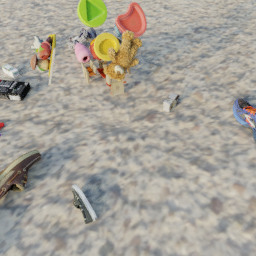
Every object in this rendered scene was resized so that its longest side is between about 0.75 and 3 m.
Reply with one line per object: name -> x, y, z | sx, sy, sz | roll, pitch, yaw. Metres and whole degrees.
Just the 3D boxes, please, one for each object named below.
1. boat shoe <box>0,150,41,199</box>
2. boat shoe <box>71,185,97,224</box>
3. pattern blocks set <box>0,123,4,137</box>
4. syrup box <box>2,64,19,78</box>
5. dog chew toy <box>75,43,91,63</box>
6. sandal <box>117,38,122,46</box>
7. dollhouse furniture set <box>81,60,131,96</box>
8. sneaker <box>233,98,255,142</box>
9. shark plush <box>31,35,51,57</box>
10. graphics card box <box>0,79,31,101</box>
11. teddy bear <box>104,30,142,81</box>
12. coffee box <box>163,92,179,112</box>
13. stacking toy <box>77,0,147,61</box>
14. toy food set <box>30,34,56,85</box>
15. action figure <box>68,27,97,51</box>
boat shoe -> -3.480, 1.609, 8.545 | 0.856, 0.858, 2.380 | 46, 47, 1
boat shoe -> -1.365, 2.186, 8.099 | 0.369, 0.448, 1.305 | -26, 53, -24
pattern blocks set -> -5.351, 0.262, 10.249 | 1.427, 0.116, 1.254 | -4, 45, -4
syrup box -> -5.457, -2.653, 13.031 | 0.810, 0.330, 0.319 | 28, 52, 27
dog chew toy -> -2.267, -3.753, 13.782 | 0.736, 0.736, 1.182 | -18, 56, -17
sandal -> -0.682, -3.895, 13.329 | 1.095, 0.787, 2.758 | -4, 20, 14
dollhouse furniture set -> -0.829, -2.361, 12.484 | 2.062, 1.062, 2.040 | -15, 35, -15
sneaker -> 4.774, -0.350, 10.265 | 0.926, 0.964, 2.457 | -14, 47, -15
shark plush -> -4.346, -4.234, 14.494 | 1.678, 0.762, 0.699 | 34, 23, 35
graphics card box -> -5.044, -1.635, 11.974 | 1.473, 0.375, 0.924 | 5, 44, 7
teddy bear -> -0.113, -2.434, 9.563 | 1.718, 1.245, 0.573 | -49, 49, -8
coffee box -> 1.744, -1.042, 11.334 | 0.304, 0.437, 0.763 | 27, 52, 25
stacking toy -> -0.705, -3.776, 10.127 | 2.426, 2.196, 1.025 | -40, 18, -17
toy food set -> -2.860, -2.453, 9.447 | 0.722, 1.300, 2.210 | 7, 28, -17
action figure -> -2.489, -4.737, 14.727 | 1.365, 0.728, 2.099 | -12, 28, 28
